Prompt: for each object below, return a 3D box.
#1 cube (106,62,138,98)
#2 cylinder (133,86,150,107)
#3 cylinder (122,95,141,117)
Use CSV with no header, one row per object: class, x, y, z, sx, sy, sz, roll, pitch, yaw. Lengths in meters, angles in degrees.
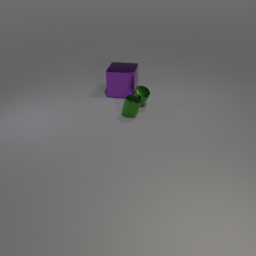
cube,-0.269,-2.424,14.159,1.400,1.400,1.400,5,31,8
cylinder,0.577,-1.466,12.891,0.700,0.700,0.700,11,53,-15
cylinder,0.147,-0.964,12.156,0.700,0.700,0.700,13,33,-8
